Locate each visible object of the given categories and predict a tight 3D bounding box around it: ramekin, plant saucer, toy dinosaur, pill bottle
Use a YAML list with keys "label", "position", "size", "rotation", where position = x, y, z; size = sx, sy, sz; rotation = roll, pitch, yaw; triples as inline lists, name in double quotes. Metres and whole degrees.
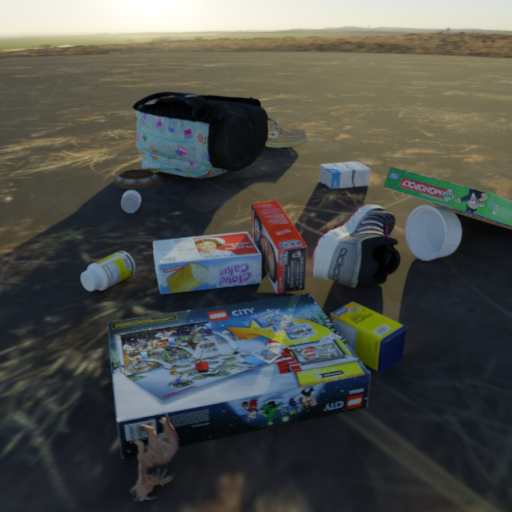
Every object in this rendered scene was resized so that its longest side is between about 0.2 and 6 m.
- label: "ramekin"
  position: [3.396, -0.450, 10.690]
  size: [0.514, 1.054, 1.054]
  rotation: [-5, 25, -29]
- label: "plant saucer"
  position: [-3.201, -2.093, 15.045]
  size: [1.296, 0.237, 1.296]
  rotation: [1, 25, 0]
- label: "toy dinosaur"
  position: [-1.003, 2.062, 5.823]
  size: [0.582, 0.859, 0.369]
  rotation: [42, 12, 33]
- label: "pill bottle"
  position: [-2.582, 0.283, 9.740]
  size: [0.490, 0.490, 0.897]
  rotation: [17, 30, 31]

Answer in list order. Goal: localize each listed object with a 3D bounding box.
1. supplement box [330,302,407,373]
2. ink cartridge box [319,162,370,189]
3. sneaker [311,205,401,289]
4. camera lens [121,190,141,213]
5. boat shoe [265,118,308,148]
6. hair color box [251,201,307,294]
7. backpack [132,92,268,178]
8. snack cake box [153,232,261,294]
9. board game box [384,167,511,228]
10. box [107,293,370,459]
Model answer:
- label: "supplement box"
  position: [1.561, 1.129, 7.914]
  size: [0.531, 0.527, 0.969]
  rotation: [-21, 33, -37]
- label: "ink cartridge box"
  position: [2.341, -2.148, 14.869]
  size: [1.118, 0.468, 0.811]
  rotation: [-7, 26, -15]
- label: "sneaker"
  position: [2.064, -0.103, 10.026]
  size: [1.219, 1.028, 2.787]
  rotation: [25, 30, 24]
- label: "camera lens"
  position: [-2.919, -1.270, 13.068]
  size: [0.430, 0.430, 0.537]
  rotation: [-3, 25, -5]
- label: "boat shoe"
  position: [0.403, -4.081, 18.480]
  size: [2.645, 0.853, 0.943]
  rotation: [-1, 25, -2]
- label: "hair color box"
  position: [0.373, -0.201, 10.067]
  size: [0.546, 0.904, 1.782]
  rotation: [-8, 32, -13]
- label: "backpack"
  position: [-1.736, -3.324, 15.341]
  size: [3.482, 2.204, 2.906]
  rotation: [12, 19, 25]
- label: "snack cake box"
  position: [-0.885, 0.102, 9.983]
  size: [1.795, 0.603, 1.032]
  rotation: [-6, 24, -13]
- label: "board game box"
  position: [4.270, -1.068, 11.279]
  size: [3.128, 0.455, 2.105]
  rotation: [7, 14, -47]
- label: "box"
  position: [-0.335, 1.398, 7.290]
  size: [2.999, 0.565, 2.048]
  rotation: [-7, 26, -14]
